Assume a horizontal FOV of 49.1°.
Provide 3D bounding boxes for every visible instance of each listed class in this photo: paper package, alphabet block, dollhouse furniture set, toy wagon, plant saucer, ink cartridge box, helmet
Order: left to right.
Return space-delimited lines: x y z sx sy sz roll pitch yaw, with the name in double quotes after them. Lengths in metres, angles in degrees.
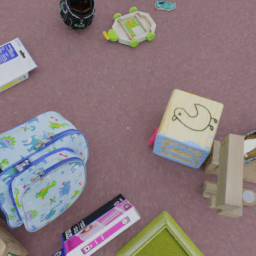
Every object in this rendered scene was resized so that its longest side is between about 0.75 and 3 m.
-4.596 3.634 7.565 2.471 1.341 2.593 32 69 23 "paper package"
-4.741 -2.499 11.071 1.854 0.436 1.833 -30 67 -15 "ink cartridge box"
-2.094 -4.877 11.545 1.595 1.521 1.595 0 91 -21 "helmet"
-1.066 3.007 8.028 2.796 1.324 0.518 -34 104 -13 "ink cartridge box"
0.012 -4.159 11.809 2.236 0.442 1.735 -25 67 -10 "toy wagon"
1.027 3.841 8.088 2.113 0.507 2.116 -37 70 -15 "plant saucer"
1.909 0.068 9.166 1.704 1.713 1.744 19 67 7 "alphabet block"
3.495 1.435 8.134 2.002 2.457 2.337 11 67 4 "dollhouse furniture set"

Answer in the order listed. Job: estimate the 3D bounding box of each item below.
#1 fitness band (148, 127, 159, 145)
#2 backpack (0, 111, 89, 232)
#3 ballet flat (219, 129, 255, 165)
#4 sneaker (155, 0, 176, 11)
0.878 0.291 9.577 0.144 0.771 0.553 25 65 0 "fitness band"
-2.426 1.211 7.977 2.194 2.732 2.985 32 49 23 "backpack"
4.286 0.527 9.271 2.859 1.061 1.061 -26 68 -16 "ballet flat"
1.677 -5.467 12.443 0.934 0.372 0.362 0 66 -1 "sneaker"
